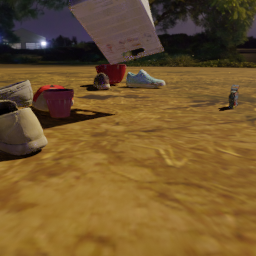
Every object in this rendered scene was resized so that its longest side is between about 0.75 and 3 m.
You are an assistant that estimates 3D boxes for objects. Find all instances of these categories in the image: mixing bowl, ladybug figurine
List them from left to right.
[{"bbox_3d":[-2.673,-1.099,9.925,1.435,0.761,2.114,-5,15,-20],"label":"ladybug figurine"},{"bbox_3d":[-1.059,-3.353,17.692,2.011,1.089,2.011,-2,3,0],"label":"mixing bowl"}]

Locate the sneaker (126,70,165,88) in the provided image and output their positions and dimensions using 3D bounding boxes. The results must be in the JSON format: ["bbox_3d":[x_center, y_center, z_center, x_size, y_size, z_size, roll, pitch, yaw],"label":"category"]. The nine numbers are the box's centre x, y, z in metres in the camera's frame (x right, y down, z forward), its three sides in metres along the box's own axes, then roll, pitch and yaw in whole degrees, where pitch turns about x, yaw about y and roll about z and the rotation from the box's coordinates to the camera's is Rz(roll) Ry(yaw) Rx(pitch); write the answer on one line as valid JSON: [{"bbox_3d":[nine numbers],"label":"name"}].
[{"bbox_3d":[0.968,-2.872,16.301,2.467,1.011,0.912,6,17,23],"label":"sneaker"}]

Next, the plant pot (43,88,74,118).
[{"bbox_3d":[-2.091,-0.762,8.539,0.904,0.809,0.904,-1,15,0],"label":"plant pot"}]

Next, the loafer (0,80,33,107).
[{"bbox_3d":[-4.787,-1.179,9.730,2.902,1.013,1.015,-13,19,-40],"label":"loafer"}]

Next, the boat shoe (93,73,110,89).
[{"bbox_3d":[-1.502,-2.738,16.104,0.935,0.843,2.601,-2,15,-9],"label":"boat shoe"}]

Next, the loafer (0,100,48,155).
[{"bbox_3d":[-2.741,-0.134,5.893,2.670,0.912,1.010,8,17,29],"label":"loafer"}]

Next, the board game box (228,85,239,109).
[{"bbox_3d":[3.762,-1.128,10.002,0.243,0.787,0.788,9,17,30],"label":"board game box"}]

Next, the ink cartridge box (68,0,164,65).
[{"bbox_3d":[-0.262,-3.346,8.995,2.188,0.768,2.692,-7,-27,26],"label":"ink cartridge box"}]
